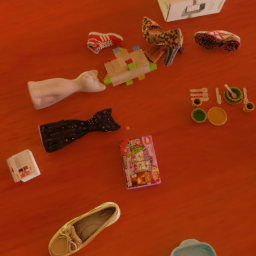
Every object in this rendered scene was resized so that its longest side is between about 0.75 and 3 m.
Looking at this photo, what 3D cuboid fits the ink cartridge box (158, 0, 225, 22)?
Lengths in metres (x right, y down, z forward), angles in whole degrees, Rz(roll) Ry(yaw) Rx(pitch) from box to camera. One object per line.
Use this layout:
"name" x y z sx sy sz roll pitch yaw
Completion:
"ink cartridge box" 2.475 -5.523 11.403 2.428 1.021 1.772 -13 71 -8

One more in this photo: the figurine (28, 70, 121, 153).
"figurine" -1.892 -0.776 9.884 2.674 1.180 2.741 -15 72 -14

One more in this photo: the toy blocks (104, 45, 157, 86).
"toy blocks" -0.124 -2.476 10.535 1.992 0.995 1.362 -23 61 0

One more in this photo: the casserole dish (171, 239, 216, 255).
"casserole dish" 2.047 4.530 8.290 1.414 0.453 2.334 -10 72 -4

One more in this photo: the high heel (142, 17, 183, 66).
"high heel" 1.214 -3.586 10.036 0.818 1.633 2.291 -21 71 -16

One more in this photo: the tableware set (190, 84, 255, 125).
"tableware set" 3.405 -0.849 10.206 2.271 0.349 1.530 -1 71 -1

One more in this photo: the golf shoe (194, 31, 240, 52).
"golf shoe" 3.480 -3.491 11.038 1.788 0.649 0.823 12 48 2

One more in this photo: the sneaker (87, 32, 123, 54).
"sneaker" -0.930 -3.308 10.975 1.389 0.495 0.781 8 67 11

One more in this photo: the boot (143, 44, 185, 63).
"boot" 1.412 -2.970 10.898 1.268 0.434 1.194 -43 76 -12

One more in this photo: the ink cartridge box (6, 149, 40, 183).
"ink cartridge box" -3.532 1.306 9.439 0.790 0.377 0.900 -26 73 -9

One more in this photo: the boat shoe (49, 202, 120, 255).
"boat shoe" -1.350 3.102 8.603 2.473 0.778 0.902 -28 73 -9

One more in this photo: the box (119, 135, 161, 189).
"box" 0.380 1.151 9.516 1.141 0.326 1.668 -10 71 -3
